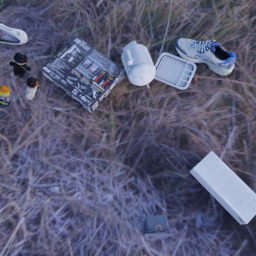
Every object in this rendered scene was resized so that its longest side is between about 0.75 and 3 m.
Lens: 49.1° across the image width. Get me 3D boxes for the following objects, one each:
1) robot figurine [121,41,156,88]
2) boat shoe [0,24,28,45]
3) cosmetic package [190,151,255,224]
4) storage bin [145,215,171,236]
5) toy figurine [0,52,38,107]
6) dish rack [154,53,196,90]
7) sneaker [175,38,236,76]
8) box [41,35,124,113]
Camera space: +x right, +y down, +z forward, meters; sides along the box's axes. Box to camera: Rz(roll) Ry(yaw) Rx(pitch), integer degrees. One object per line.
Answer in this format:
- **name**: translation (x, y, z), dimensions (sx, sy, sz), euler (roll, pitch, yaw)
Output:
- **robot figurine**: translation (0.442, -2.658, 11.811), dimensions (1.184, 1.778, 2.096), euler (-33, 59, 27)
- **boat shoe**: translation (-5.700, -4.215, 12.710), dimensions (2.153, 0.794, 0.691), euler (14, 33, 0)
- **cosmetic package**: translation (3.649, 2.204, 10.454), dimensions (1.076, 0.660, 2.608), euler (-39, 74, -13)
- **storage bin**: translation (1.034, 3.472, 10.034), dimensions (0.935, 0.680, 0.628), euler (-5, 59, -2)
- **toy figurine**: translation (-4.525, -1.896, 10.931), dimensions (1.831, 1.274, 1.803), euler (-21, 74, -33)
- **dish rack**: translation (2.004, -2.465, 12.368), dimensions (1.702, 0.371, 1.461), euler (24, 72, 9)
- **sneaker**: translation (3.449, -3.434, 12.291), dimensions (2.798, 1.192, 1.078), euler (25, 71, 10)
- **box**: translation (-1.928, -2.370, 12.061), dimensions (2.841, 0.707, 2.240), euler (37, 75, 11)
